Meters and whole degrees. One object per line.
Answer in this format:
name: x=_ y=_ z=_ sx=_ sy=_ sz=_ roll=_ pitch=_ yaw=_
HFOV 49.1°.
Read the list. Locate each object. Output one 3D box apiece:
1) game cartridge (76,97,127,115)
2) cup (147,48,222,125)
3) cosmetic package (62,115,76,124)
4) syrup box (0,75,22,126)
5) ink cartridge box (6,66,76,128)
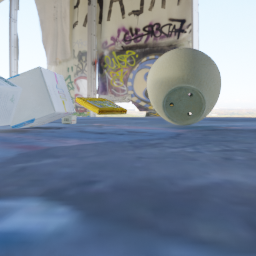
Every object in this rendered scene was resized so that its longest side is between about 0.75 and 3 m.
game cartridge: x=-1.041 y=-0.886 z=10.925 sx=1.413 sy=0.260 sz=1.603 roll=-4 pitch=25 yaw=-42
cup: x=1.859 y=-1.124 z=9.392 sx=2.663 sy=2.663 sz=1.905 roll=1 pitch=29 yaw=11
cosmetic package: x=-2.433 y=-0.353 z=11.603 sx=0.421 sy=0.355 sz=0.814 roll=2 pitch=3 yaw=4
syrup box: x=-3.403 y=-0.586 z=5.475 sx=0.962 sy=0.995 sz=2.443 roll=28 pitch=14 yaw=17
ink cartridge box: x=-2.606 y=-0.856 z=8.428 sx=1.361 sy=1.326 sz=2.118 roll=-19 pitch=1 yaw=6
